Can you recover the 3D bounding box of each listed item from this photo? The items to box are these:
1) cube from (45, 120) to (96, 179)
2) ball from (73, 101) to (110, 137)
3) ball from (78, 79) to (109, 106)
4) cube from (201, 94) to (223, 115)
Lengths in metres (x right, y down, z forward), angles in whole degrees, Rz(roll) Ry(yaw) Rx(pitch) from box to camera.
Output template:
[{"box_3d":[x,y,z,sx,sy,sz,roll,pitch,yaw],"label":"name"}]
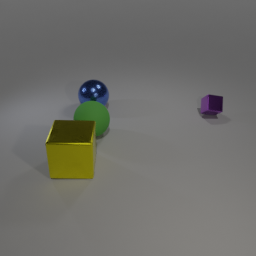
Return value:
[{"box_3d":[-1.785,0.676,9.148,1.400,1.400,1.400,1,32,-3],"label":"cube"},{"box_3d":[-1.398,-0.347,10.826,1.400,1.400,1.400,0,32,0],"label":"ball"},{"box_3d":[-1.552,-1.486,12.658,1.400,1.400,1.400,0,32,0],"label":"ball"},{"box_3d":[3.625,-0.993,12.139,0.700,0.700,0.700,7,-11,-9],"label":"cube"}]
